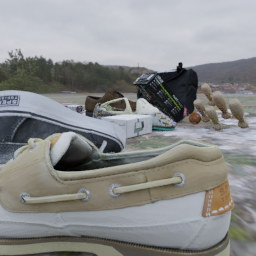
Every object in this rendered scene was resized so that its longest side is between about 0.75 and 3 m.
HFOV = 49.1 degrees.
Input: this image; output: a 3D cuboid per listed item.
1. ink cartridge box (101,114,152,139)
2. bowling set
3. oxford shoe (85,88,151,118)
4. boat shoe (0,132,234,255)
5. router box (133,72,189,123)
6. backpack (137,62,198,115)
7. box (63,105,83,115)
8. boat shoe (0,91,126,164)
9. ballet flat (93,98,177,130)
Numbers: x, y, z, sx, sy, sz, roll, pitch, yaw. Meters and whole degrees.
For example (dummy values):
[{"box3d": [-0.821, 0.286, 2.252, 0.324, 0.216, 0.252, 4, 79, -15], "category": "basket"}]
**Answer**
[{"box3d": [-0.029, -0.072, 7.417, 0.853, 0.491, 1.168, 6, 11, 37], "category": "ink cartridge box"}, {"box3d": [2.431, -0.390, 8.271, 1.317, 1.016, 1.893, -35, 31, 3], "category": "bowling set"}, {"box3d": [-0.416, -0.942, 10.615, 2.705, 1.142, 0.983, 0, 13, 13], "category": "oxford shoe"}, {"box3d": [-0.530, 0.478, 2.366, 2.654, 0.908, 0.992, 2, 9, 11], "category": "boat shoe"}, {"box3d": [1.167, -1.103, 10.064, 0.589, 1.897, 1.422, -44, 18, -7], "category": "router box"}, {"box3d": [1.749, -1.574, 12.887, 2.752, 2.297, 1.742, 4, -12, 40], "category": "backpack"}, {"box3d": [-2.401, -0.716, 11.703, 0.851, 0.488, 0.562, 3, 9, 21], "category": "box"}, {"box3d": [-0.728, 0.289, 3.725, 0.931, 0.861, 2.522, -7, -14, 18], "category": "boat shoe"}, {"box3d": [0.126, -0.453, 8.541, 2.725, 0.980, 0.980, 4, 9, 21], "category": "ballet flat"}]
